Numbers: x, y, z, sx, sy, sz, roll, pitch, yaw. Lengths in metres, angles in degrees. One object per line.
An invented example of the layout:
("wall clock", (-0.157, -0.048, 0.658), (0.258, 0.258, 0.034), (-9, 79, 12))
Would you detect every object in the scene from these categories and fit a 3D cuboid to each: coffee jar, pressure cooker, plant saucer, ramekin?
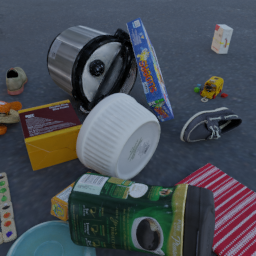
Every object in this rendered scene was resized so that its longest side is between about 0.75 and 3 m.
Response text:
("coffee jar", (0.239, 1.507, 4.784), (2.384, 1.243, 1.017), (4, 17, 16))
("pressure cooker", (-1.053, -1.877, 9.046), (2.440, 2.403, 2.732), (-28, 40, -29))
("plant saucer", (-1.396, 2.292, 4.989), (1.642, 0.225, 1.642), (1, 34, 0))
("ramekin", (-0.116, 0.278, 6.355), (1.012, 1.927, 1.927), (30, 45, 30))

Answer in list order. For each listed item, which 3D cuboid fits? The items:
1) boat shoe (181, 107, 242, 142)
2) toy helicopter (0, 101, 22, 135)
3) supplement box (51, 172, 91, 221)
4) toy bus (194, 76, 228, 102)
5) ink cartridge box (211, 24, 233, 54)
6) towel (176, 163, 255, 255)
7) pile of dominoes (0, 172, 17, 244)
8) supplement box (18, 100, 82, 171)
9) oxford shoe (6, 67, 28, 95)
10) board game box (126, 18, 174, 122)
("boat shoe", (2.386, -0.051, 7.861), (2.142, 0.778, 0.672), (-19, 36, -32))
("toy helicopter", (-4.302, -0.626, 8.537), (2.228, 0.879, 1.474), (18, 16, 7))
("supplement box", (-1.046, 1.399, 5.868), (0.429, 0.415, 1.247), (21, 27, 24))
("toy bus", (2.998, -1.463, 10.044), (1.030, 0.564, 1.091), (-5, 35, -7))
("ink cartridge box", (4.534, -4.304, 13.566), (0.494, 1.185, 0.860), (-3, 35, -11))
("towel", (2.026, 1.761, 5.707), (1.745, 0.271, 2.413), (-25, 40, -28))
("pile of dominoes", (-3.319, 1.654, 5.794), (1.652, 0.338, 2.120), (-15, 37, -21))
("supplement box", (-1.992, 0.130, 7.366), (1.404, 0.945, 1.423), (-15, 41, -19))
("oxford shoe", (-4.243, -1.993, 10.650), (0.687, 0.730, 1.951), (-10, 36, -13))
("board game box", (0.688, -1.650, 8.289), (0.448, 1.759, 2.599), (-18, 69, 14))
